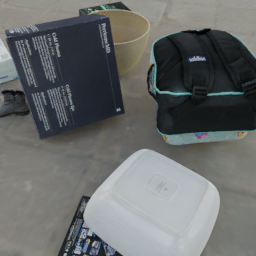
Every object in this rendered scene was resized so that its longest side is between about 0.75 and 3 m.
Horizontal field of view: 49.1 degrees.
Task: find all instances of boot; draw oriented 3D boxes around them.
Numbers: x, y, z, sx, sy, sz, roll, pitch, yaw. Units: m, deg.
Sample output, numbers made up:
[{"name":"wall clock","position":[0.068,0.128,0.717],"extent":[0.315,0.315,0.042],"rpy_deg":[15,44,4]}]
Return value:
[{"name":"boot","position":[-3.256,-0.695,7.478],"extent":[1.155,0.760,0.403],"rpy_deg":[-6,47,-6]}]

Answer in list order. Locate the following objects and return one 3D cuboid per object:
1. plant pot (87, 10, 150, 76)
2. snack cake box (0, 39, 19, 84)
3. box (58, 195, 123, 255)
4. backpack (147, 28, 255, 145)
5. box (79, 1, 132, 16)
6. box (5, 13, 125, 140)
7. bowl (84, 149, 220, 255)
[{"name":"plant pot","position":[-0.454,-2.495,8.718],"extent":[2.208,1.482,2.208],"rpy_deg":[0,45,0]},{"name":"snack cake box","position":[-4.515,-2.245,8.994],"extent":[1.262,0.737,2.194],"rpy_deg":[-24,50,-19]},{"name":"box","position":[-0.378,2.078,5.070],"extent":[1.497,0.375,1.508],"rpy_deg":[10,47,9]},{"name":"backpack","position":[1.742,-1.092,6.809],"extent":[2.563,2.235,2.915],"rpy_deg":[-6,49,2]},{"name":"box","position":[-0.771,-3.600,9.961],"extent":[1.649,1.225,1.025],"rpy_deg":[-19,49,-18]},{"name":"box","position":[-1.448,-1.283,6.754],"extent":[2.196,2.412,1.256],"rpy_deg":[-17,29,-16]},{"name":"bowl","position":[0.560,1.331,5.234],"extent":[2.203,0.824,2.206],"rpy_deg":[29,42,21]}]
